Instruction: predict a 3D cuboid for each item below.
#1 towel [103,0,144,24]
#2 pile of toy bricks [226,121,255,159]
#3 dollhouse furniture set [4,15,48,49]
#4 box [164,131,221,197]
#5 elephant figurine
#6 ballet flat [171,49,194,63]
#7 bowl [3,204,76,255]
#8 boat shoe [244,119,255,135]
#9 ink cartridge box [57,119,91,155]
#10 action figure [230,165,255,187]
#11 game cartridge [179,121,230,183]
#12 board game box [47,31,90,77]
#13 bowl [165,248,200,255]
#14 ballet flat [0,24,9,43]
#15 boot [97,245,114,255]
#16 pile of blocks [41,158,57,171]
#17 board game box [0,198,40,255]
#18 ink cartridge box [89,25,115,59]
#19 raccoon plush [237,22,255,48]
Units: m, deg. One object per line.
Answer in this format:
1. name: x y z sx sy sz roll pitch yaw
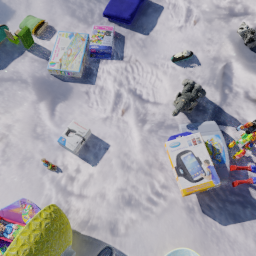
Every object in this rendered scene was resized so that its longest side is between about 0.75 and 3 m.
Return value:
1. towel: -0.129 -6.368 14.469 1.686 0.566 2.283 19 67 16
2. pile of toy bricks: 4.710 0.407 11.115 1.729 0.854 0.959 -38 88 -14
3. dollhouse furniture set: -4.925 -4.980 13.580 1.235 0.946 1.886 26 69 11
4. box: 2.350 1.231 10.587 1.436 0.500 2.412 -16 69 -4
5. elephant figurine: 2.391 -1.156 11.867 1.682 1.305 1.190 -57 39 5
6. ballet flat: 2.589 -3.428 13.183 1.211 0.414 0.412 -25 67 -11
7. bowl: -2.532 3.924 8.646 1.480 2.750 2.750 31 70 11
8. boat shoe: 5.249 -0.084 11.754 0.960 0.290 0.355 -38 66 -16
9. ink cartridge box: -2.178 0.356 11.449 0.847 0.489 1.167 30 69 12
10. action figure: 5.407 1.762 10.714 2.974 0.769 0.973 -1 71 -6
11. game cartridge: 3.080 0.953 11.188 1.721 0.522 2.581 -5 67 -4
12. board game box: -2.771 -3.533 13.242 1.535 0.391 2.283 7 66 3
13. bowl: 1.910 5.034 8.900 1.100 2.044 2.044 42 66 -29
14. ballet flat: -6.570 -4.215 13.401 0.666 0.725 2.112 19 66 21
15. boot: -1.010 4.697 9.376 0.597 0.742 1.642 29 69 12
16. pile of blocks: -3.181 1.441 11.108 0.764 0.237 0.314 28 69 12
17. board game box: -4.277 3.674 9.872 2.553 0.497 2.017 -27 63 -11
18. ink cartridge box: -1.266 -4.187 13.560 1.084 0.381 1.817 4 68 1
19. raccoon plush: 6.092 -4.521 13.682 1.676 0.811 1.123 9 49 -25
